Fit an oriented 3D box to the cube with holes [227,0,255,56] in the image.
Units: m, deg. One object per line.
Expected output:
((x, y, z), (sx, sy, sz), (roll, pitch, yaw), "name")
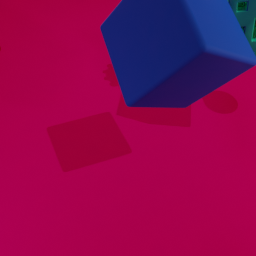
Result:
((2.326, -2.079, 4.870), (1.264, 1.264, 1.264), (-1, 51, 14), "cube with holes")

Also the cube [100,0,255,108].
((0.671, -1.187, 3.971), (1.370, 1.370, 1.370), (-3, 68, -43), "cube")
